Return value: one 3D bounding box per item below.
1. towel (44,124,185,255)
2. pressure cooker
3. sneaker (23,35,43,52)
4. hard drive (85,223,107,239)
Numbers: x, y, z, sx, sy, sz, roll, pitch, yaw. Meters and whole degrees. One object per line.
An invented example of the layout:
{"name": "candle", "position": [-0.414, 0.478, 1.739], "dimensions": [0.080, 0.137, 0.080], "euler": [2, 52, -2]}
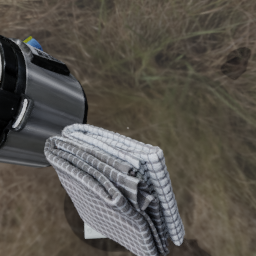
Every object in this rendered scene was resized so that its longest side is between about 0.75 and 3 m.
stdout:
{"name": "towel", "position": [-0.243, 0.843, 3.679], "dimensions": [0.774, 1.498, 1.810], "euler": [-38, 36, -30]}
{"name": "pressure cooker", "position": [-2.069, -0.405, 4.724], "dimensions": [2.056, 2.338, 2.088], "euler": [-28, 64, 24]}
{"name": "sneaker", "position": [-2.803, -1.557, 6.868], "dimensions": [1.617, 0.634, 0.533], "euler": [-41, 28, -8]}
{"name": "hard drive", "position": [-0.146, 1.483, 4.915], "dimensions": [1.225, 0.161, 0.808], "euler": [-2, 86, -2]}
